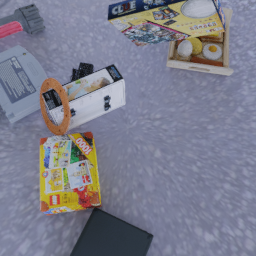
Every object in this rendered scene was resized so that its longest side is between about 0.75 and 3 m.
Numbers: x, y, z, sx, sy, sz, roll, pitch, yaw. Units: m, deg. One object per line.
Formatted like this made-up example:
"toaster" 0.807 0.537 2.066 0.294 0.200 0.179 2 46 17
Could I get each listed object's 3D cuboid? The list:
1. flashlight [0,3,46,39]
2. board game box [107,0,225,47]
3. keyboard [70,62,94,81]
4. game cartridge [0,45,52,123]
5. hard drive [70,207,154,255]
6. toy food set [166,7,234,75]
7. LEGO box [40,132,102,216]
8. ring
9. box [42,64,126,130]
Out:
"flashlight" -4.135 -3.078 9.179 2.819 0.954 0.958 -28 58 -19
"board game box" 1.079 -2.992 7.644 2.728 1.848 0.472 -1 80 29
"keyboard" -1.486 -1.564 8.704 0.664 0.253 1.275 5 61 2
"game cartridge" -3.308 -1.424 8.510 1.599 0.499 2.401 -29 66 -17
"hard drive" -0.561 3.099 6.178 1.553 0.366 2.225 22 65 11
"toy food set" 2.395 -2.980 9.100 2.000 0.842 2.787 9 63 5
"LEGO box" -1.451 1.117 7.026 1.364 0.707 1.831 -8 63 -4
"ring" -1.897 -0.547 7.325 0.147 1.530 1.530 -15 59 -42
"box" -1.136 -0.795 7.756 2.115 1.234 0.636 -25 63 -11
